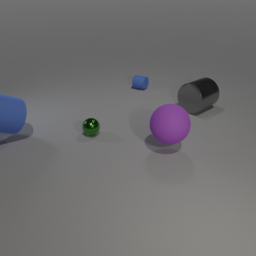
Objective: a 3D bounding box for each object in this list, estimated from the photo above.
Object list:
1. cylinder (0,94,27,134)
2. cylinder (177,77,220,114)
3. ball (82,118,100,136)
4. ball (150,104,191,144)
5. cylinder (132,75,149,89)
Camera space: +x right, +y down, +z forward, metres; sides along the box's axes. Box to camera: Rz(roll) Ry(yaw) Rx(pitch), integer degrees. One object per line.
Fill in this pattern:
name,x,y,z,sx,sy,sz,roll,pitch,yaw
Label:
cylinder,-4.689,-0.543,10.199,1.400,1.400,1.400,26,9,38
cylinder,3.265,-1.520,13.003,1.400,1.400,1.400,-23,36,-36
ball,-1.454,-0.050,11.016,0.700,0.700,0.700,0,29,0
ball,1.447,-0.134,9.647,1.400,1.400,1.400,0,29,0
cylinder,0.689,-2.550,15.544,0.700,0.700,0.700,15,32,28
